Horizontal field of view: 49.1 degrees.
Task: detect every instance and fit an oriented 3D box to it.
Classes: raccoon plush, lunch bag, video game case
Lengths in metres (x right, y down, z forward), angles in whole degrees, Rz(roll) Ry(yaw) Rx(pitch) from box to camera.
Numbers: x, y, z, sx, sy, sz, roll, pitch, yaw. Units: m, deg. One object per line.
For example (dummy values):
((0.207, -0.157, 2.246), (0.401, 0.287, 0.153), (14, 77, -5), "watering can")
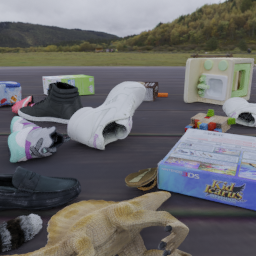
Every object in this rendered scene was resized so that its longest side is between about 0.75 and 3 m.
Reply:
((-1.699, 0.891, 2.957), (0.713, 0.987, 1.473), (10, 18, 34), "raccoon plush")
((-5.969, -1.464, 11.828), (2.751, 1.039, 2.204), (-4, 14, -18), "lunch bag")
((1.831, 0.626, 4.758), (2.152, 0.489, 1.950), (8, 19, 24), "video game case")

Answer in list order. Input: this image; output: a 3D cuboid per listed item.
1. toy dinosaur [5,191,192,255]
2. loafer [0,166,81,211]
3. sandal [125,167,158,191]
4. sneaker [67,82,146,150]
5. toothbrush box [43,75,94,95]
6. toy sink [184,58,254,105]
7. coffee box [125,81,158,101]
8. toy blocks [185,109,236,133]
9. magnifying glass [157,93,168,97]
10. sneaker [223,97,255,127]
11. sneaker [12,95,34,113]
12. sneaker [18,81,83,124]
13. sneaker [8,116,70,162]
((-0.059, 1.012, 2.824), (2.931, 0.853, 1.482), (-14, 19, -42), "toy dinosaur")
((-1.492, 0.835, 3.980), (1.622, 0.569, 0.551), (-2, 15, -8), "loafer")
((0.285, 0.848, 4.545), (0.437, 0.294, 1.088), (-8, -2, 17), "sandal")
((-0.211, -0.284, 7.107), (1.321, 0.993, 2.652), (25, 47, 30), "sneaker")
((-3.152, -2.260, 14.849), (2.283, 0.983, 1.662), (-10, 18, -29), "toothbrush box")
((4.102, -2.103, 12.394), (2.986, 1.946, 1.673), (-11, 19, -39), "toy sink")
((0.521, -1.767, 13.318), (1.708, 0.682, 0.965), (4, 25, 16), "coffee box")
((2.133, -0.064, 7.592), (1.240, 0.620, 0.847), (13, 31, 43), "toy blocks")
((1.040, -1.688, 14.265), (1.954, 0.219, 0.778), (0, 16, 7), "magnifying glass")
((4.031, -0.349, 8.543), (2.141, 0.802, 1.067), (2, 38, -1), "sneaker")
((-3.923, -0.883, 10.484), (0.662, 0.562, 1.526), (-3, 15, -7), "sneaker")
((-2.524, -0.883, 9.088), (2.575, 1.277, 0.910), (5, 17, 24), "sneaker")
((-1.950, 0.213, 6.291), (1.267, 0.704, 1.812), (-3, 24, -18), "sneaker")
